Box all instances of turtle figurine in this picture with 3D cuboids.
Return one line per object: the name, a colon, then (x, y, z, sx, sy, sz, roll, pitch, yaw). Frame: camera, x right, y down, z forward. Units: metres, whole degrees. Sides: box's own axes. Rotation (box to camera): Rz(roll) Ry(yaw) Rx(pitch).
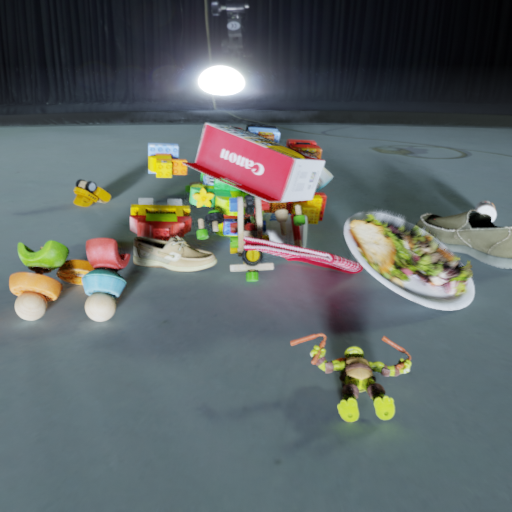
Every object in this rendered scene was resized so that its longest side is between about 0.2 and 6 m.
turtle figurine: (1.120, 1.400, 6.505, 1.481, 0.477, 1.195, 9, 26, -2)

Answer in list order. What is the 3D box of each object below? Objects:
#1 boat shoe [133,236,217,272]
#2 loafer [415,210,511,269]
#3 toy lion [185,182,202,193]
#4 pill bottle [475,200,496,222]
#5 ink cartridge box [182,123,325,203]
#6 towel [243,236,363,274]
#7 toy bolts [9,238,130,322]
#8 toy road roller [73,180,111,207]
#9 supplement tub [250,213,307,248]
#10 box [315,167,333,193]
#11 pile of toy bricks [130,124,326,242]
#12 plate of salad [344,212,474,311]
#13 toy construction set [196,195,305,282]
boat shoe: (-1.575, -0.070, 10.704, 1.692, 0.550, 0.611, 6, 20, 16)
loafer: (4.412, -0.534, 11.482, 0.997, 0.923, 2.651, -12, 22, -30)
toy lion: (-1.546, -2.091, 16.986, 1.335, 0.458, 1.279, -10, 14, -26)
pill bottle: (5.671, -1.102, 13.869, 0.481, 0.481, 0.826, 6, 20, 18)
ink cartridge box: (-0.040, -1.734, 10.380, 2.021, 0.847, 1.774, 26, 19, 24)
towel: (0.874, 0.018, 9.682, 1.592, 0.248, 2.202, 11, 0, 23)
toy bolts: (-2.781, 0.535, 8.828, 1.720, 1.193, 1.643, -5, -24, 16)
toy road roller: (-4.595, -1.620, 15.450, 0.604, 0.718, 0.983, 14, -13, 36)
supplement tub: (0.461, -0.512, 11.693, 1.151, 0.760, 0.760, 3, 19, 11)
box: (1.460, -1.945, 14.607, 0.560, 0.334, 1.361, 45, 41, 6)
pile of toy bricks: (-0.417, -1.317, 11.711, 4.359, 2.418, 2.152, 0, 28, -11)
plate of salad: (2.628, -0.062, 9.397, 2.440, 0.586, 2.440, 17, 35, -12)
toy construction set: (0.099, -0.181, 10.465, 1.942, 1.492, 1.619, 1, -18, -28)
